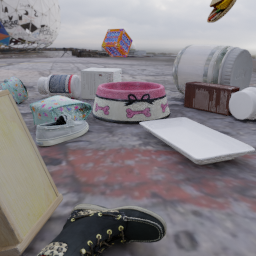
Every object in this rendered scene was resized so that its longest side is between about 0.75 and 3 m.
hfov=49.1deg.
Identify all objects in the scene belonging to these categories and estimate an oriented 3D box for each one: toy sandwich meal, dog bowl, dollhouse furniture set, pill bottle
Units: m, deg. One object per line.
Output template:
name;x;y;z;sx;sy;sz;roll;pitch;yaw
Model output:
toy sandwich meal;2.614;-3.543;7.947;0.411;1.200;1.200;36;8;-18
dog bowl;0.113;-1.036;10.201;2.864;1.056;2.864;-1;17;0
dollhouse furniture set;-2.721;0.883;4.001;2.812;1.868;2.465;-19;12;16
pill bottle;-3.228;-1.959;13.123;1.804;1.079;1.079;3;17;9
pill bottle;4.479;-0.890;9.625;1.940;1.105;1.105;-10;20;-31

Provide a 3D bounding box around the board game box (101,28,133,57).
board game box;-0.435;-3.468;11.451;0.811;0.811;0.811;11;-15;34

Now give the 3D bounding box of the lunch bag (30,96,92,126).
lunch bag;-2.056;-0.515;8.775;1.283;0.919;1.507;13;27;39

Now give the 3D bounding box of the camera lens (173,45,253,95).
camera lens;3.735;-2.535;12.754;2.390;2.390;2.988;-16;24;-42

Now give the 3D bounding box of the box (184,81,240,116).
box;3.160;-1.170;10.745;0.749;1.000;1.998;-15;24;-41

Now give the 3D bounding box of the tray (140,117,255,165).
tray;1.563;0.278;7.184;1.575;0.325;2.933;-6;18;-20

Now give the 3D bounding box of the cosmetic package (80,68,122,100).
cosmetic package;-1.222;-2.089;13.128;1.591;1.331;1.323;5;18;15

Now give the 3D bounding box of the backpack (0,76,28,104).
backpack;-4.864;-1.596;12.028;0.947;1.086;1.236;-32;33;-32

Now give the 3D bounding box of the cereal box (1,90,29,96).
cereal box;-5.682;-1.580;13.197;1.584;0.313;1.140;-16;23;-42

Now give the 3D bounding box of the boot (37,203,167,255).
boot;-0.302;1.385;3.347;1.373;0.496;1.037;0;18;22

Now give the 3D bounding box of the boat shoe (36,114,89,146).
boat shoe;-1.736;-0.042;7.668;0.629;0.643;1.804;11;20;31
